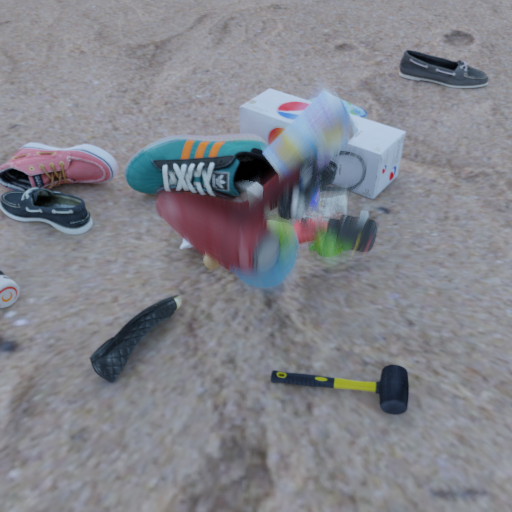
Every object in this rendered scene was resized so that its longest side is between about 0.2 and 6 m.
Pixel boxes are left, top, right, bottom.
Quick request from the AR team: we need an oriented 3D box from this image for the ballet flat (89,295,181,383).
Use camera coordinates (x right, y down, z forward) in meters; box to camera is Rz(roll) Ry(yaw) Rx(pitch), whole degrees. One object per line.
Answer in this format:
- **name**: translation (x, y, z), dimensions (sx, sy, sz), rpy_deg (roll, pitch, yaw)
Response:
- **ballet flat**: translation (-1.953, 1.328, 9.447), dimensions (0.669, 0.572, 2.012), rpy_deg (-25, 14, 50)

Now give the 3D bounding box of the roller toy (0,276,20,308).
- **roller toy**: translation (-4.596, 0.642, 10.116), dimensions (0.398, 0.570, 0.520), rpy_deg (30, 37, 31)

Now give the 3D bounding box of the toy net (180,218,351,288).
- **toy net**: translation (-0.159, -0.529, 10.038), dimensions (2.126, 0.783, 4.053), rpy_deg (-30, 27, -19)

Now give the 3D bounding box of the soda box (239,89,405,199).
- **soda box**: translation (1.485, -2.788, 13.523), dimensions (3.889, 1.238, 1.324), rpy_deg (26, 47, 27)

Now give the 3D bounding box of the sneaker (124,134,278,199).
- **sneaker**: translation (-1.128, -1.938, 12.528), dimensions (3.492, 1.246, 1.395), rpy_deg (-13, 38, -17)

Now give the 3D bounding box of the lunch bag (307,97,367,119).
- **lunch bag**: translation (1.954, -3.637, 14.911), dimensions (1.364, 0.700, 1.697), rpy_deg (-30, 49, -31)

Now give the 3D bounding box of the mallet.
- **mallet**: translation (1.284, 2.061, 8.641), dimensions (2.133, 0.439, 0.702), rpy_deg (-1, 45, 6)

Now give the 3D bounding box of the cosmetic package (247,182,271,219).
- **cosmetic package**: translation (0.065, -1.143, 11.817), dimensions (0.279, 0.785, 0.413), rpy_deg (-38, 64, -17)

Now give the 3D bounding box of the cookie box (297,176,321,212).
- **cookie box**: translation (0.947, -1.521, 11.481), dimensions (0.465, 1.058, 1.237), rpy_deg (-1, -5, 22)

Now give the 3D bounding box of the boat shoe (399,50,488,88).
- **boat shoe**: translation (5.819, -5.801, 17.345), dimensions (2.737, 0.780, 0.915), rpy_deg (13, 42, 14)

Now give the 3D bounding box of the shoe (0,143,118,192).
- **shoe**: translation (-4.555, -1.887, 12.768), dimensions (2.692, 0.962, 1.224), rpy_deg (10, 43, 19)

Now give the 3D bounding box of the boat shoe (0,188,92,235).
- **boat shoe**: translation (-4.551, -1.126, 12.017), dimensions (2.293, 0.692, 0.867), rpy_deg (12, 42, 14)

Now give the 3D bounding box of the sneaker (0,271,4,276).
- **sneaker**: translation (-5.718, 0.175, 10.467), dimensions (1.981, 0.785, 0.747), rpy_deg (3, 43, 5)

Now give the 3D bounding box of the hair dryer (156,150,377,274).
- **hair dryer**: translation (0.098, -0.634, 8.202), dimensions (3.199, 0.869, 2.436), rpy_deg (-2, 35, 3)

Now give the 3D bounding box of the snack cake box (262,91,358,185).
- **snack cake box**: translation (0.989, -2.040, 10.066), dimensions (1.580, 0.909, 0.531), rpy_deg (-46, 48, 2)
